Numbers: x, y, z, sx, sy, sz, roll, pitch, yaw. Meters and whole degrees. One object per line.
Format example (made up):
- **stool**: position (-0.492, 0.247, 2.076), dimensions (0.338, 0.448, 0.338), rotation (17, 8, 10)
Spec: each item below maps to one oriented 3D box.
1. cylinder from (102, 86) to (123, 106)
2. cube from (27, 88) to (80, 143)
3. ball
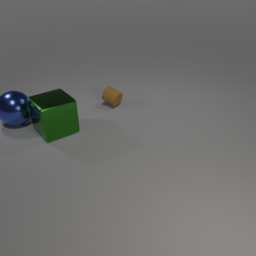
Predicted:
- **cylinder**: position (-0.710, -1.440, 12.733), dimensions (0.700, 0.700, 0.700), rotation (31, 41, 19)
- **cube**: position (-2.856, -0.521, 10.815), dimensions (1.400, 1.400, 1.400), rotation (-22, 37, -30)
- **ball**: position (-4.548, -0.797, 11.226), dimensions (1.400, 1.400, 1.400), rotation (0, 31, 0)
